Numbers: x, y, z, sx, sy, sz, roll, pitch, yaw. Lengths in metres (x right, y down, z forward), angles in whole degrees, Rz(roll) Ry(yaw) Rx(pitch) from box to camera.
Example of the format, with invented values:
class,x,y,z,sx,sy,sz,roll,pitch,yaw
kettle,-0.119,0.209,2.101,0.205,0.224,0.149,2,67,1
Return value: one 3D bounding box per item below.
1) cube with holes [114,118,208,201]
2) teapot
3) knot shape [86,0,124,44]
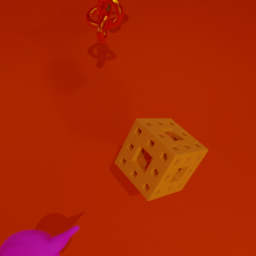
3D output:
class,x,y,z,sx,sy,sz,roll,pitch,yaw
cube with holes,0.550,0.483,4.778,0.940,0.940,0.940,-2,37,-46
teapot,-1.264,1.745,3.807,1.336,0.654,0.831,-33,86,7
knot shape,-0.708,-3.071,7.741,0.593,1.284,1.202,1,39,-37
